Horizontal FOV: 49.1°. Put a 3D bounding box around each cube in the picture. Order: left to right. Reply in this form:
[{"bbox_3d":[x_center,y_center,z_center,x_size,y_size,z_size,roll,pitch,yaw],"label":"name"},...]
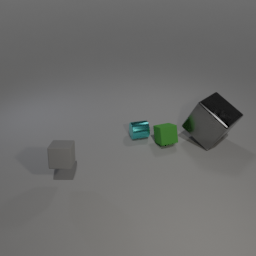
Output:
[{"bbox_3d":[-2.066,0.822,8.766,0.700,0.700,0.700,1,18,0],"label":"cube"},{"bbox_3d":[1.463,0.231,10.913,0.700,0.700,0.700,-10,11,-16],"label":"cube"},{"bbox_3d":[3.239,-0.281,10.822,1.400,1.400,1.400,-29,67,-40],"label":"cube"}]

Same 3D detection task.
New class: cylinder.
[{"bbox_3d":[0.454,0.074,11.363,0.700,0.700,0.700,-7,31,-12],"label":"cylinder"}]
